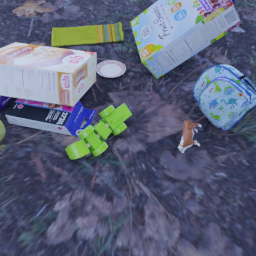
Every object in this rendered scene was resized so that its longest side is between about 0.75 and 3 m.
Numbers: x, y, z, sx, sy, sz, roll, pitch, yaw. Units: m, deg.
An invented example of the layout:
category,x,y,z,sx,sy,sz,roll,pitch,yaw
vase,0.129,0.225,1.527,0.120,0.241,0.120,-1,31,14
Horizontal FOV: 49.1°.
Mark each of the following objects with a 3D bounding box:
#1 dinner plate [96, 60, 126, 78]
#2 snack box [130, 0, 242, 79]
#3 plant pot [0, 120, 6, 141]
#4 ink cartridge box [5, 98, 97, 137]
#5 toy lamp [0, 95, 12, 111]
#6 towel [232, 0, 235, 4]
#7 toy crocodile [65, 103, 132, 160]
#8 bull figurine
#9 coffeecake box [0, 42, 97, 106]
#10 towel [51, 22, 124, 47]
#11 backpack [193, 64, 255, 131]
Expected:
category,x,y,z,sx,sy,sz,roll,pitch,yaw
dinner plate,-0.543,-1.856,8.892,0.949,0.115,0.949,1,47,-1
snack box,1.582,-3.227,8.601,2.839,0.961,2.394,-32,45,22
plant pot,-3.486,0.179,6.557,1.086,1.086,0.998,16,29,13
ink cartridge box,-2.024,-0.399,7.503,2.162,0.401,1.024,12,50,7
toy lamp,-3.980,-0.384,7.270,0.605,0.605,2.080,30,52,23
towel,3.134,-5.909,12.051,2.623,0.650,1.937,0,50,0
toy crocodile,-0.656,0.065,6.957,0.701,0.641,2.076,51,56,-11
bull figurine,1.477,0.220,6.741,0.493,0.265,0.813,9,86,-15
coffeecake box,-2.380,-1.565,7.743,2.571,0.939,1.974,9,30,7
towel,-1.466,-3.406,10.174,2.576,0.233,1.108,-6,49,-5
backpack,2.325,-0.808,6.826,1.425,1.304,1.047,50,37,15
